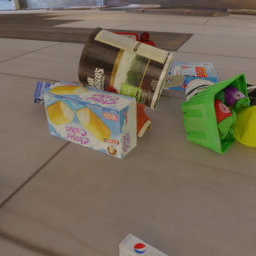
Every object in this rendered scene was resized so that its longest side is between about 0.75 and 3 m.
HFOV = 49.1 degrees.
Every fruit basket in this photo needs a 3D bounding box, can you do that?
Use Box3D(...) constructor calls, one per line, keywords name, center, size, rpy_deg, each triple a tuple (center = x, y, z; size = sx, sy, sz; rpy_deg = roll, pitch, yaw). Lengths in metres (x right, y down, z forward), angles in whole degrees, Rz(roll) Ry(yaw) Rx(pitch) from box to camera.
Box3D(name="fruit basket", center=(3.269, -0.381, 8.227), size=(2.796, 2.017, 2.796), rpy_deg=(-13, 17, 4))

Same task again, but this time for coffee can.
Box3D(name="coffee can", center=(-0.033, -1.730, 8.163), size=(2.325, 1.702, 1.702), rpy_deg=(20, 32, 6))

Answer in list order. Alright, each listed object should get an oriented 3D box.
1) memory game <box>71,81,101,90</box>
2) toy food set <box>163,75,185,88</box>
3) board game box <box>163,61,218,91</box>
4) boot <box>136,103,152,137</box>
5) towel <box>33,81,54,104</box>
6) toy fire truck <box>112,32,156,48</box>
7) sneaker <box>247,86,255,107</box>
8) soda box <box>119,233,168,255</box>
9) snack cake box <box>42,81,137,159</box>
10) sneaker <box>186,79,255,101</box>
Box3D(name="memory game", center=(-1.073, -1.225, 10.669), size=(2.667, 0.170, 2.667), rpy_deg=(14, 27, -7))
Box3D(name="toy food set", center=(1.085, -1.891, 11.360), size=(1.456, 0.613, 2.029), rpy_deg=(-10, 5, -28))
Box3D(name="board game box", center=(2.789, -2.445, 13.006), size=(2.335, 0.666, 2.385), rpy_deg=(5, 29, 8))
Box3D(name="boot", center=(0.335, -0.311, 9.238), size=(1.094, 0.766, 2.040), rpy_deg=(29, 26, 6))
Box3D(name="towel", center=(-2.137, -1.314, 10.772), size=(2.769, 0.330, 2.005), rpy_deg=(5, 26, -15))
Box3D(name="toy fire truck", center=(0.222, -3.272, 12.846), size=(2.588, 2.173, 1.451), rpy_deg=(0, 27, -4))
Box3D(name="sneaker", center=(4.888, -0.558, 9.103), size=(2.909, 1.168, 1.256), rpy_deg=(12, 32, 24))
Box3D(name="soda box", center=(0.335, 2.247, 4.807), size=(0.996, 0.339, 0.317), rpy_deg=(19, 34, 32))
Box3D(name="snack cake box", center=(-1.112, -0.298, 8.181), size=(2.703, 1.554, 0.908), rpy_deg=(16, 33, 27))
Box3D(name="sneaker", center=(3.538, -1.103, 10.457), size=(2.777, 1.050, 1.217), rpy_deg=(3, 40, 18))
